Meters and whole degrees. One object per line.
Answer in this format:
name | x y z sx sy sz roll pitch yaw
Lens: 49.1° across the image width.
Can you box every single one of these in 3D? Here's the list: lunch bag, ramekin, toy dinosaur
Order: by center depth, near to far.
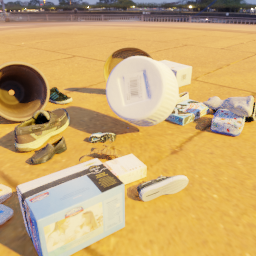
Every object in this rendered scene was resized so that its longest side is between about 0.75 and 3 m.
toy dinosaur | -0.684 0.708 8.502 1.441 0.435 0.765 5 33 11
ramekin | 0.411 -1.252 9.445 2.376 2.376 1.158 12 3 23
lunch bag | 3.690 -0.241 10.404 1.142 0.539 1.425 11 29 25

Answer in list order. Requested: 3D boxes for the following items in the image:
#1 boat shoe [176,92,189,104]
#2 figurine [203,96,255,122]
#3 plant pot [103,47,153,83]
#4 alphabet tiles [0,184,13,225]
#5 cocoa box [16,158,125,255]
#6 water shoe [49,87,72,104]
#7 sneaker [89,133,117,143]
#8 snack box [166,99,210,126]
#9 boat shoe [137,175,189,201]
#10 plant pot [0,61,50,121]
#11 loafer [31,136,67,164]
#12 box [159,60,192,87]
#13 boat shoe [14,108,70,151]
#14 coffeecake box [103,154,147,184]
boat shoe | 2.080 -1.284 12.458 1.624 0.567 0.576 -15 30 -28
figurine | 3.912 -0.794 10.791 1.752 0.773 1.795 8 -3 32
plant pot | 0.095 -2.637 13.035 2.473 2.473 0.340 1 37 1
alphabet tiles | -3.984 1.969 6.287 2.500 0.187 2.556 14 29 24
cocoa box | -1.113 1.635 5.766 1.836 1.225 1.205 -17 31 -31
water shoe | -3.329 -1.538 12.861 1.686 0.665 0.603 13 29 24
sneaker | -0.853 0.272 9.554 0.927 0.363 0.417 0 23 -1
snack box | 2.380 -0.681 11.480 1.896 0.352 1.102 -23 35 -39
boat shoe | 0.858 1.406 7.078 1.356 0.489 0.481 -11 32 -18
plant pot | -4.601 -1.442 11.391 2.307 2.307 2.012 -17 13 -30
loafer | -2.440 0.663 8.613 0.475 0.471 1.304 16 31 27
box | 2.314 -3.009 15.476 1.263 0.990 2.031 -20 33 -34
boat shoe | -2.905 -0.190 9.824 1.047 0.927 2.860 6 27 12
coffeecake box | -0.128 1.161 7.710 1.023 0.374 0.785 -15 30 -27
